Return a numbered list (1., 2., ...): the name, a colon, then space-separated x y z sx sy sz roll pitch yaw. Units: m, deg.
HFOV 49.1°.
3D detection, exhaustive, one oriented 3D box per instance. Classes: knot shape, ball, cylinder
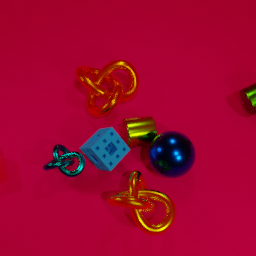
1. knot shape: -1.627 0.897 7.439 1.018 0.503 1.088 18 32 10
2. ball: 1.140 0.687 7.334 1.238 1.238 1.238 0 56 0
3. knot shape: -0.802 -1.416 8.838 1.910 0.943 2.041 35 67 14
4. knot shape: 0.322 1.655 6.645 1.602 0.740 1.499 27 22 -12
5. cylinder: 3.978 -0.953 8.428 0.876 0.876 0.876 -27 58 9
6. cylinder: 0.303 0.102 7.913 0.819 0.819 0.819 -8 56 -14

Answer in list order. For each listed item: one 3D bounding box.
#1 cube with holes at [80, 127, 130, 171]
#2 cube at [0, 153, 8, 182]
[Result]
1. cube with holes: -0.620 0.558 7.469 0.800 0.800 0.800 -46 108 -24
2. cube: -3.725 1.027 7.399 0.745 0.745 0.745 -18 58 -12
